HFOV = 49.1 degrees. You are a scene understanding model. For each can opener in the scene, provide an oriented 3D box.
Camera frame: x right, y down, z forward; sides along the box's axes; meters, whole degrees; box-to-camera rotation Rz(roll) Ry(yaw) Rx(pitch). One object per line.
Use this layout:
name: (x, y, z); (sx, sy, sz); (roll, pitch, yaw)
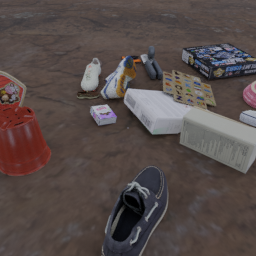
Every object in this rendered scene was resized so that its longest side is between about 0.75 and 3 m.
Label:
can opener: (1.109, -3.116, 13.334); (0.656, 0.829, 2.494); (-3, 40, -7)

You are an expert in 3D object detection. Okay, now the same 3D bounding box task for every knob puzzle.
knob puzzle: (-4.395, -1.084, 9.345); (2.173, 2.173, 0.301); (-6, 37, -9)

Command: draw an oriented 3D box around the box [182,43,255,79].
box: (4.470, -3.315, 13.643); (2.785, 0.692, 2.764); (-11, 37, -15)

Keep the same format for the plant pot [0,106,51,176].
plant pot: (-3.060, 0.282, 7.884); (1.530, 1.488, 1.530); (0, 36, 0)

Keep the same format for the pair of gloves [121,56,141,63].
pair of gloves: (0.150, -3.509, 14.403); (0.915, 0.127, 1.027); (-6, 33, -7)

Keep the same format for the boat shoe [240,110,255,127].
boat shoe: (5.049, -0.470, 8.842); (2.776, 1.183, 1.025); (11, 17, 8)

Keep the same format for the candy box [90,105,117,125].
candy box: (-0.873, -0.470, 9.845); (0.666, 0.284, 0.794); (-11, 42, -29)

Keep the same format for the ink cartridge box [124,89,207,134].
ink cartridge box: (1.537, -0.625, 10.137); (2.765, 0.692, 2.225); (2, 31, -31)

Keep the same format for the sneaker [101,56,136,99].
sneaker: (-0.412, -2.124, 11.529); (1.091, 0.931, 2.474); (-12, 35, 29)

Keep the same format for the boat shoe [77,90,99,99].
boat shoe: (-1.590, -1.359, 11.192); (0.890, 0.329, 0.329); (-7, 36, -9)

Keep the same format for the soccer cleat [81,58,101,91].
soccer cleat: (-1.592, -2.296, 12.080); (0.743, 0.831, 2.143); (2, 36, 3)

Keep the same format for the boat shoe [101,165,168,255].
boat shoe: (0.277, 1.721, 6.339); (1.070, 0.923, 2.944); (13, 37, 18)

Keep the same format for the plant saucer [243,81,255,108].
plant saucer: (5.524, -1.354, 10.877); (1.942, 0.492, 1.942); (-4, 39, 4)

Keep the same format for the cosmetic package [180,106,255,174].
cosmetic package: (2.655, 0.291, 8.199); (2.136, 1.106, 0.781); (26, 45, 30)

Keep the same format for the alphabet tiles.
alphabet tiles: (2.423, -1.601, 11.286); (2.120, 0.081, 2.548); (15, 36, -4)
